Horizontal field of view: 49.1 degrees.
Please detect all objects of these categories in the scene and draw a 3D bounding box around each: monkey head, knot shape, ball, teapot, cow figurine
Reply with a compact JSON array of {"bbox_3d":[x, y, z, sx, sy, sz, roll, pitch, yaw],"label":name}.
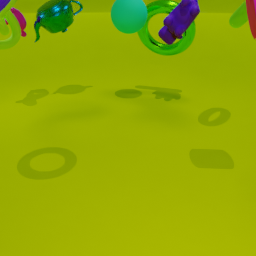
[{"bbox_3d":[-3.719,-3.472,9.106,0.758,1.054,0.635,-21,53,-2],"label":"monkey head"},{"bbox_3d":[-3.702,-3.345,8.268,0.820,1.774,1.660,9,68,-4],"label":"knot shape"},{"bbox_3d":[0.031,-3.506,8.662,1.133,1.133,1.133,0,25,0],"label":"ball"},{"bbox_3d":[-2.397,-3.608,9.276,2.035,0.996,1.265,-34,41,-6],"label":"teapot"},{"bbox_3d":[1.605,-3.345,8.793,0.871,1.587,1.562,42,28,-4],"label":"cow figurine"}]

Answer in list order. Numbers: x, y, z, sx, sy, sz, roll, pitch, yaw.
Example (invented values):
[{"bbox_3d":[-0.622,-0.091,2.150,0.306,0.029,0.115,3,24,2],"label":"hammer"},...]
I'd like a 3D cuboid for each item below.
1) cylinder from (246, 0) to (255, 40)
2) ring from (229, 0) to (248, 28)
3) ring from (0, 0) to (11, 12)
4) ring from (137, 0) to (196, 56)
[{"bbox_3d":[2.019,-1.638,3.630,0.803,0.803,0.803,-10,21,19],"label":"cylinder"},{"bbox_3d":[2.862,-2.833,5.973,0.334,1.671,1.671,45,33,0],"label":"ring"},{"bbox_3d":[-1.894,-1.788,3.199,1.393,1.393,0.279,3,-11,7],"label":"ring"},{"bbox_3d":[1.297,-3.417,9.728,2.091,2.091,0.418,9,53,19],"label":"ring"}]
